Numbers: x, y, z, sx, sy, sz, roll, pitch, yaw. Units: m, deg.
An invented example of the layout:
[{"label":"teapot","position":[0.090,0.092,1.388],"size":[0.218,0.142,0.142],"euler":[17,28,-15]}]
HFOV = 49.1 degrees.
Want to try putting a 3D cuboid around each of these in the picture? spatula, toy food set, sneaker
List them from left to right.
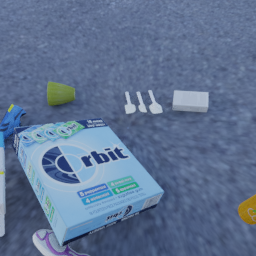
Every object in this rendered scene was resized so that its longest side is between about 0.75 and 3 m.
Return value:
[{"label":"sneaker","position":[-3.169,-0.003,7.466],"size":[0.531,0.447,1.355],"euler":[31,58,-22]},{"label":"sneaker","position":[-1.183,2.367,4.951],"size":[1.356,0.676,0.508],"euler":[37,19,2]},{"label":"spatula","position":[0.401,-0.763,8.152],"size":[1.023,0.118,1.471],"euler":[-5,30,-2]},{"label":"toy food set","position":[3.314,1.851,4.772],"size":[2.480,1.116,1.184],"euler":[45,51,15]}]

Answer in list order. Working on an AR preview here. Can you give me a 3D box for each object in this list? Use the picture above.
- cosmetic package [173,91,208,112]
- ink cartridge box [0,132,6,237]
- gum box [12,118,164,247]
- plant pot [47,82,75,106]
[{"label":"cosmetic package","position":[1.804,-0.768,8.105],"size":[0.979,0.349,0.496],"euler":[5,66,9]},{"label":"ink cartridge box","position":[-3.087,1.117,5.570],"size":[1.184,0.698,2.057],"euler":[-2,58,-23]},{"label":"gum box","position":[-0.909,0.864,6.026],"size":[2.259,0.592,2.659],"euler":[-9,43,-38]},{"label":"plant pot","position":[-1.941,-1.000,8.249],"size":[0.754,0.706,0.706],"euler":[1,47,-7]}]
